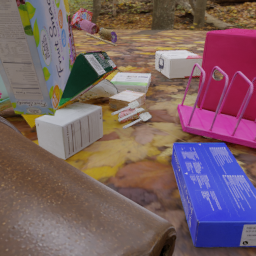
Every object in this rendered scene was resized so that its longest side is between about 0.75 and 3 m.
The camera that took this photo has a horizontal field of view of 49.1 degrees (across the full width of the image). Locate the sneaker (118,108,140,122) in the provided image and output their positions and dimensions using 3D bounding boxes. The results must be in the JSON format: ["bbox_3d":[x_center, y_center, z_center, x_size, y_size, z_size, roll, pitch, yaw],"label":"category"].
[{"bbox_3d":[0.073,-0.463,9.504,0.542,0.390,1.037,5,19,23],"label":"sneaker"}]

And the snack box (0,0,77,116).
[{"bbox_3d":[-1.677,-1.833,5.094,0.856,2.529,2.133,2,46,4],"label":"snack box"}]

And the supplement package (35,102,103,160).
[{"bbox_3d":[-1.547,0.013,7.696,0.962,0.965,1.646,14,27,29],"label":"supplement package"}]

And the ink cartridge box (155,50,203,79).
[{"bbox_3d":[2.825,-3.670,15.929,1.913,1.115,2.643,-5,24,-10],"label":"ink cartridge box"}]

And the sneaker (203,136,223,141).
[{"bbox_3d":[2.615,0.154,8.175,0.858,0.340,0.317,9,24,17],"label":"sneaker"}]

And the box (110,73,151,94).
[{"bbox_3d":[0.140,-2.179,13.421,1.766,0.445,2.447,4,23,9],"label":"box"}]

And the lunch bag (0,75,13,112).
[{"bbox_3d":[-3.884,-1.352,9.389,2.808,1.082,2.252,-29,8,-26],"label":"lunch bag"}]

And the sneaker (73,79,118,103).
[{"bbox_3d":[-1.807,-1.497,11.154,2.822,1.229,1.052,10,-16,-3],"label":"sneaker"}]

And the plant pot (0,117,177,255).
[{"bbox_3d":[-1.341,1.346,2.614,2.973,3.004,3.004,21,30,23],"label":"plant pot"}]

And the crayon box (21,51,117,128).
[{"bbox_3d":[-1.777,-1.356,8.951,2.536,0.857,2.939,-35,9,16],"label":"crayon box"}]

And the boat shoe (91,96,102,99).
[{"bbox_3d":[-1.910,-1.616,11.800,2.094,0.657,0.761,-3,22,-11],"label":"boat shoe"}]

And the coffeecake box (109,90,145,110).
[{"bbox_3d":[-0.009,-1.047,10.776,0.932,0.444,1.215,13,27,28],"label":"coffeecake box"}]

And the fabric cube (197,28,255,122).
[{"bbox_3d":[4.518,-1.988,10.065,2.834,2.789,2.843,20,30,35],"label":"fabric cube"}]

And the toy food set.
[{"bbox_3d":[-1.031,-3.321,9.350,1.341,0.332,2.110,14,25,-24],"label":"toy food set"}]

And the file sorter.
[{"bbox_3d":[2.934,-0.678,7.817,2.609,1.636,1.813,13,24,-1],"label":"file sorter"}]

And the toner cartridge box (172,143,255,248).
[{"bbox_3d":[1.689,1.140,5.601,1.275,0.580,2.685,1,24,0],"label":"toner cartridge box"}]

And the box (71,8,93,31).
[{"bbox_3d":[-1.932,-4.456,11.565,0.517,0.540,1.083,15,-3,-30],"label":"box"}]

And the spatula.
[{"bbox_3d":[0.119,-0.435,9.251,1.216,0.098,0.846,-27,70,-36],"label":"spatula"}]
